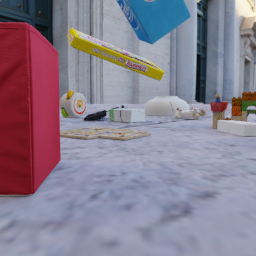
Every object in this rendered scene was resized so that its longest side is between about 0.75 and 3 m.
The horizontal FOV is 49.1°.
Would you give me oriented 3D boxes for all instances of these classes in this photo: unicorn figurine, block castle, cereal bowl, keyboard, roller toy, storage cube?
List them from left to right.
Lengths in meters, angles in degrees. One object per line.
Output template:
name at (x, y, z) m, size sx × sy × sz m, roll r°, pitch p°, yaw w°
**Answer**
storage cube at (-1.453, -0.187, 2.804) m, size 1.326 × 1.394 × 1.551 m, roll 0°, pitch 7°, yaw -4°
roller toy at (-2.349, -1.010, 12.225) m, size 0.818 × 1.171 × 1.068 m, roll 3°, pitch -1°, yaw 32°
keyboard at (-1.027, -0.577, 11.499) m, size 1.506 × 0.244 × 2.371 m, roll -16°, pitch 8°, yaw -3°
cereal bowl at (1.978, -1.152, 14.416) m, size 2.332 × 0.971 × 2.332 m, roll 0°, pitch 5°, yaw 0°
unicorn figurine at (2.293, -0.615, 11.370) m, size 1.742 × 0.643 × 1.197 m, roll 18°, pitch 4°, yaw 20°
block castle at (3.392, -0.488, 7.658) m, size 2.137 × 1.003 × 1.428 m, roll 3°, pitch 7°, yaw 24°

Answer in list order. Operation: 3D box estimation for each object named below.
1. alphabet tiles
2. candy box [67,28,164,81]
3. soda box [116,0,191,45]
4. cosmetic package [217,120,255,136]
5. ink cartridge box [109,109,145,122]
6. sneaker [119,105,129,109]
alphabet tiles at (-0.579, 0.114, 6.346) m, size 1.999 × 0.075 × 1.671 m, roll 4°, pitch 7°, yaw 36°
candy box at (-0.388, -2.234, 8.518) m, size 2.871 × 0.379 × 1.468 m, roll 16°, pitch 19°, yaw -24°
soda box at (-0.003, -2.874, 4.829) m, size 0.912 × 2.690 × 0.863 m, roll -36°, pitch 27°, yaw 0°
cosmetic package at (2.568, -0.010, 6.505) m, size 0.469 × 0.288 × 1.136 m, roll -2°, pitch 6°, yaw -12°
ink cartridge box at (-0.032, -0.461, 10.061) m, size 1.081 × 0.454 × 0.789 m, roll 6°, pitch 8°, yaw 44°
sneaker at (-0.234, -0.700, 11.859) m, size 0.489 × 0.564 × 1.272 m, roll -3°, pitch 5°, yaw -34°
